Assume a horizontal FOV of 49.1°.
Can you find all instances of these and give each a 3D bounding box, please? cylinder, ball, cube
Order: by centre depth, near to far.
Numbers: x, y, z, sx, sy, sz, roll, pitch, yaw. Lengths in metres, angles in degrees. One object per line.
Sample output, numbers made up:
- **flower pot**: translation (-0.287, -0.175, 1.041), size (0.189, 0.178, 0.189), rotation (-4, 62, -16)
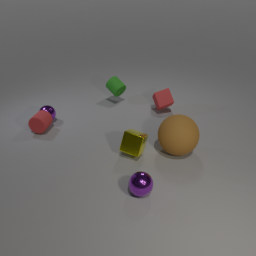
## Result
- **ball**: translation (0.364, 1.573, 7.881), size (0.700, 0.700, 0.700), rotation (0, 30, 0)
- **cube**: translation (0.205, 0.487, 9.498), size (0.700, 0.700, 0.700), rotation (19, 12, 14)
- **ball**: translation (1.708, 0.234, 9.509), size (1.400, 1.400, 1.400), rotation (0, 30, 0)
- **cylinder**: translation (-3.415, -0.246, 10.961), size (0.700, 0.700, 0.700), rotation (5, 29, 9)
- **ball**: translation (-3.345, -0.594, 11.610), size (0.700, 0.700, 0.700), rotation (0, 30, 0)
- **cube**: translation (1.554, -1.269, 12.429), size (0.700, 0.700, 0.700), rotation (-20, -6, -4)
- **cylinder**: translation (-0.562, -1.943, 13.104), size (0.700, 0.700, 0.700), rotation (-28, 68, -40)
